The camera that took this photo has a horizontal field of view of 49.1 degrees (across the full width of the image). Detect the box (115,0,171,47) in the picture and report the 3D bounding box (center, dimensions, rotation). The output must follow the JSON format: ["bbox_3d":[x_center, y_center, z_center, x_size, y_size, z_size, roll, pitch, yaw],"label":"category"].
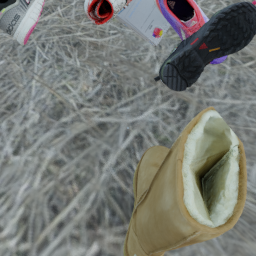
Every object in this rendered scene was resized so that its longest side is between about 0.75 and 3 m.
[{"bbox_3d":[0.418,-4.089,8.676,2.512,1.958,0.517,33,9,-9],"label":"box"}]

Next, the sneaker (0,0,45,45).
[{"bbox_3d":[-2.140,-2.474,5.417,0.872,0.736,1.995,26,43,-31],"label":"sneaker"}]

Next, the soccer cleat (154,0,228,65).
[{"bbox_3d":[1.812,-2.724,7.648,0.982,2.880,1.054,-41,23,17],"label":"soccer cleat"}]

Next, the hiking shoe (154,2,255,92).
[{"bbox_3d":[1.524,-1.730,5.741,2.368,0.897,1.192,-36,22,-2],"label":"hiking shoe"}]

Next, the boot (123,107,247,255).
[{"bbox_3d":[0.721,0.691,4.117,0.942,2.850,2.496,13,53,-2],"label":"boot"}]

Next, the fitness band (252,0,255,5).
[{"bbox_3d":[3.372,-2.951,7.289,0.152,0.584,0.813,-9,60,-3],"label":"fitness band"}]

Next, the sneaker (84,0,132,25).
[{"bbox_3d":[-0.744,-3.040,6.989,2.195,0.733,1.176,3,48,51],"label":"sneaker"}]
